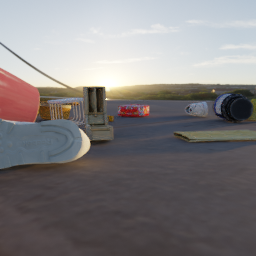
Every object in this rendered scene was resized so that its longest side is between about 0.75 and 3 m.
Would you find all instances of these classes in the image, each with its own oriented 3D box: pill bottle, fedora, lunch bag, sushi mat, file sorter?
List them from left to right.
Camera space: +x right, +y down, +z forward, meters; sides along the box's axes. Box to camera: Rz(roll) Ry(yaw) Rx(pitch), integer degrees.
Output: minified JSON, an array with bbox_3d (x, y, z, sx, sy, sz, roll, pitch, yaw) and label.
[{"bbox_3d":[-3.907,-0.975,14.861,2.707,1.104,2.707,3,1,0],"label":"fedora"},{"bbox_3d":[-2.745,-0.761,12.815,1.271,1.140,1.831,-10,11,-30],"label":"file sorter"},{"bbox_3d":[0.299,-1.061,16.937,1.779,0.729,1.567,3,8,24],"label":"lunch bag"},{"bbox_3d":[3.012,0.244,8.987,2.818,0.171,1.348,-1,7,-10],"label":"sushi mat"},{"bbox_3d":[5.201,-1.008,13.927,1.398,1.398,2.500,0,8,2],"label":"pill bottle"}]

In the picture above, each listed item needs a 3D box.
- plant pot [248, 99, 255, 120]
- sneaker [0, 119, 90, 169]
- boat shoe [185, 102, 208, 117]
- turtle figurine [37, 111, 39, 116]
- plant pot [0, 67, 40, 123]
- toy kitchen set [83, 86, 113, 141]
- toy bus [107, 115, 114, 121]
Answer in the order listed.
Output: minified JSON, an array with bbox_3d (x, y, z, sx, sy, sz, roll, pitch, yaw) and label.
[{"bbox_3d":[6.815,-0.994,14.732,1.404,0.997,1.404,3,14,-1],"label":"plant pot"},{"bbox_3d":[-2.213,0.341,5.821,2.805,1.072,1.129,4,-5,4],"label":"sneaker"},{"bbox_3d":[4.166,-1.090,17.223,0.816,0.918,2.497,-7,-1,-5],"label":"boat shoe"},{"bbox_3d":[-5.605,-1.022,17.313,1.745,0.562,1.407,-10,-2,7],"label":"turtle figurine"},{"bbox_3d":[-4.533,-0.914,9.404,2.769,2.769,2.479,7,-5,45],"label":"plant pot"},{"bbox_3d":[-1.347,-0.473,8.539,1.534,1.696,1.880,-2,3,-11],"label":"toy kitchen set"},{"bbox_3d":[-1.136,-0.496,14.294,0.888,0.289,0.348,6,9,39],"label":"toy bus"}]
